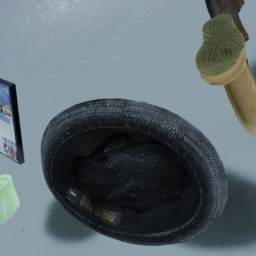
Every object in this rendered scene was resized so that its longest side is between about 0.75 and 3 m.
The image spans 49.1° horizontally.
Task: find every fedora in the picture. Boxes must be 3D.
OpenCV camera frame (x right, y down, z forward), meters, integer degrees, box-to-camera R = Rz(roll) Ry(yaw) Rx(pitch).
[{"bbox_3d":[0.095,0.558,4.668,2.994,2.994,1.367,18,34,11],"label":"fedora"}]

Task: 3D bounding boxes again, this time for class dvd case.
[{"bbox_3d":[-2.723,-0.215,5.964,1.286,1.802,0.158,21,31,30],"label":"dvd case"}]

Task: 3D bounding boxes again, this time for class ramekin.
[{"bbox_3d":[-2.752,1.484,5.390,1.274,1.274,0.623,-23,104,-14],"label":"ramekin"}]

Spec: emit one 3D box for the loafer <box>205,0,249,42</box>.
[{"bbox_3d":[2.359,-2.924,6.718,0.795,0.813,2.228,-13,93,10],"label":"loafer"}]

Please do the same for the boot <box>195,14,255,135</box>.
[{"bbox_3d":[2.355,-0.810,5.858,0.858,2.594,2.271,-14,38,33],"label":"boot"}]
